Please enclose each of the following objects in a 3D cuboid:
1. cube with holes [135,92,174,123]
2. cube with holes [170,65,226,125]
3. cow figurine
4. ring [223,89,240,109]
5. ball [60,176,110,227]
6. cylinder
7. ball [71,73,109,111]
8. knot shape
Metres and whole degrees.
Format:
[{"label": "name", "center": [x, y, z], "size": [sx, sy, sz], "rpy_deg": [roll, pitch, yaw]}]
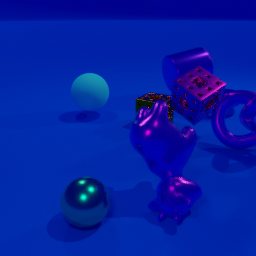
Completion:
[{"label": "cube with holes", "center": [0.752, -0.469, 7.801], "size": [0.792, 0.792, 0.792], "rpy_deg": [15, 27, 31]}, {"label": "cube with holes", "center": [1.638, -0.787, 6.714], "size": [0.856, 0.856, 0.856], "rpy_deg": [-33, 58, -21]}, {"label": "cow figurine", "center": [0.554, 0.543, 4.413], "size": [0.862, 1.571, 1.545], "rpy_deg": [-21, 35, 46]}, {"label": "ring", "center": [2.657, -0.965, 9.144], "size": [2.061, 0.412, 2.061], "rpy_deg": [-4, 16, 1]}, {"label": "ball", "center": [-0.636, 1.095, 4.184], "size": [0.740, 0.740, 0.740], "rpy_deg": [0, 23, 0]}, {"label": "cylinder", "center": [2.013, -1.973, 9.598], "size": [1.306, 1.306, 1.306], "rpy_deg": [-17, 26, -11]}, {"label": "ball", "center": [-1.131, -1.063, 8.364], "size": [1.126, 1.126, 1.126], "rpy_deg": [0, 23, 0]}, {"label": "knot shape", "center": [3.063, -0.112, 6.169], "size": [2.059, 1.927, 0.952], "rpy_deg": [-33, 26, 47]}]
